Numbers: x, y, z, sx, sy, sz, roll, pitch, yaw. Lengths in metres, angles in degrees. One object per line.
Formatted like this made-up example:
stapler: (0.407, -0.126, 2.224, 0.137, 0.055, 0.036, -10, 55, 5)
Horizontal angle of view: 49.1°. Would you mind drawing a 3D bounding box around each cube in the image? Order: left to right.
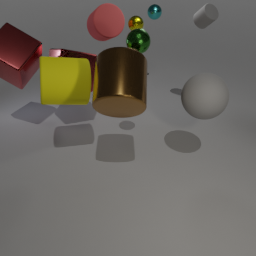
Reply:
cube: (-4.028, -2.512, 9.940, 1.400, 1.400, 1.400, 30, 65, -5)
cube: (-2.167, -2.201, 10.657, 1.400, 1.400, 1.400, 1, 13, -33)

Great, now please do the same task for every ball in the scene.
ball: (0.351, -4.644, 12.508, 0.700, 0.700, 0.700, 0, 31, 0)
ball: (0.293, -2.470, 7.990, 0.700, 0.700, 0.700, 0, 31, 0)
ball: (1.293, -5.633, 13.606, 0.700, 0.700, 0.700, 0, 31, 0)
ball: (2.306, -0.953, 8.424, 1.400, 1.400, 1.400, 0, 31, 0)

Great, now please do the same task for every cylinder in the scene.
cylinder: (-1.915, -1.403, 8.436, 1.400, 1.400, 1.400, -1, 30, -17)
cylinder: (-1.012, -4.641, 12.415, 1.400, 1.400, 1.400, -11, 14, -17)
cylinder: (-0.198, -1.156, 7.392, 1.400, 1.400, 1.400, 1, 71, 2)
cylinder: (3.024, -4.347, 10.905, 0.700, 0.700, 0.700, -18, -3, -27)
